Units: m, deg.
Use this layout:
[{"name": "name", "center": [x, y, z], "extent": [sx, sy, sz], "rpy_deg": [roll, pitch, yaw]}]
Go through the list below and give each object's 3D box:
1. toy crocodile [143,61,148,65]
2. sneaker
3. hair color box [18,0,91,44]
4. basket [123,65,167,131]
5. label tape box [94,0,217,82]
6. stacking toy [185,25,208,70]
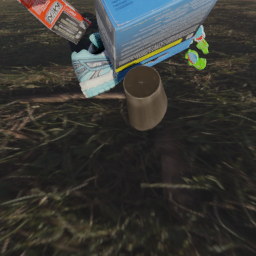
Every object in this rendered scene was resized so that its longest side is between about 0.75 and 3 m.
[{"name": "toy crocodile", "center": [0.406, -1.659, 6.200], "extent": [0.287, 0.931, 0.314], "rpy_deg": [42, 21, 3]}, {"name": "sneaker", "center": [-0.257, -1.913, 6.873], "extent": [1.087, 1.209, 2.801], "rpy_deg": [-6, 31, 41]}, {"name": "hair color box", "center": [-2.530, -3.784, 8.322], "extent": [2.757, 0.844, 1.399], "rpy_deg": [44, 14, 16]}, {"name": "basket", "center": [0.337, -0.637, 5.530], "extent": [0.816, 1.199, 1.082], "rpy_deg": [22, 75, 16]}, {"name": "label tape box", "center": [0.436, -1.894, 4.988], "extent": [1.871, 0.821, 2.595], "rpy_deg": [-26, -4, -5]}, {"name": "stacking toy", "center": [1.589, -3.019, 7.569], "extent": [0.626, 2.662, 2.007], "rpy_deg": [-23, 19, 31]}]
